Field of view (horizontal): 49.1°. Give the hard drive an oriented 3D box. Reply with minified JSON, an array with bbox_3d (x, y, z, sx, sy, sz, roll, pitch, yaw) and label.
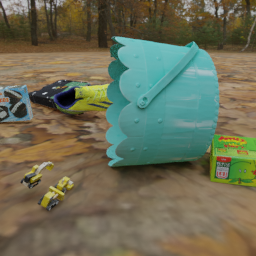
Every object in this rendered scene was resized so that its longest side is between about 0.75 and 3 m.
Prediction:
[{"bbox_3d":[-2.446,-1.258,10.122,1.543,0.418,2.209,-33,30,-34],"label":"hard drive"}]

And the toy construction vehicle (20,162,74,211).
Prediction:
[{"bbox_3d":[-1.227,0.839,4.357,0.702,0.284,0.806,28,20,14],"label":"toy construction vehicle"}]

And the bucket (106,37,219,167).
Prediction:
[{"bbox_3d":[0.487,-0.481,5.444,1.688,2.595,2.595,1,18,-10],"label":"bucket"}]

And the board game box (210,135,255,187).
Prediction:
[{"bbox_3d":[2.614,0.613,4.999,2.182,0.519,1.108,5,19,14],"label":"board game box"}]

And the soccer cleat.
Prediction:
[{"bbox_3d":[-1.046,-0.923,8.226,2.399,0.776,1.004,-13,-26,15],"label":"soccer cleat"}]

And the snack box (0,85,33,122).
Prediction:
[{"bbox_3d":[-3.649,-0.662,7.941,1.687,0.980,0.313,-4,23,2],"label":"snack box"}]
